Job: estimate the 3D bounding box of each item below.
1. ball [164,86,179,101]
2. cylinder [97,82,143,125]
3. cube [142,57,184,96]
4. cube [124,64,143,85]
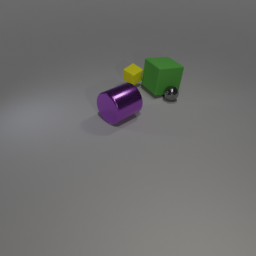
[{"bbox_3d":[2.047,-1.640,13.226,0.700,0.700,0.700,0,34,0],"label":"ball"},{"bbox_3d":[-0.348,-1.036,11.711,1.400,1.400,1.400,-29,43,-35],"label":"cylinder"},{"bbox_3d":[1.673,-2.574,13.792,1.400,1.400,1.400,-10,37,-25],"label":"cube"},{"bbox_3d":[0.258,-2.710,14.229,0.700,0.700,0.700,38,59,25],"label":"cube"}]
